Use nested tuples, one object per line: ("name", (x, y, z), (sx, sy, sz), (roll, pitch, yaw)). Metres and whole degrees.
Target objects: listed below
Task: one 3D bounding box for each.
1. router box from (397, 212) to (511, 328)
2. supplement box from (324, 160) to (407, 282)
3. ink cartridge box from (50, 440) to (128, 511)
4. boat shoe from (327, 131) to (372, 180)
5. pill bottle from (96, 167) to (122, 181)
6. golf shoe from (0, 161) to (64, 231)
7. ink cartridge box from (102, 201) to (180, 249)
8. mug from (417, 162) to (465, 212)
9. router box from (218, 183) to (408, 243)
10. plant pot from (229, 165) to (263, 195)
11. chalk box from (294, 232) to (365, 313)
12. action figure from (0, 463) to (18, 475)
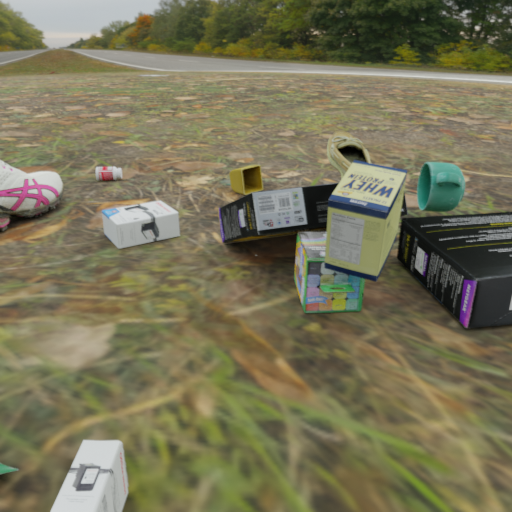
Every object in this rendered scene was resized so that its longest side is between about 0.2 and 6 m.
("router box", (4.755, 0.080, 9.830), (3.699, 0.945, 2.759), (-4, 24, -8))
("supplement box", (1.603, -0.532, 8.231), (0.824, 1.226, 1.227), (15, 41, 20))
("ink cartridge box", (-1.503, 2.267, 5.118), (0.397, 0.691, 0.952), (1, 23, 2))
("boat shoe", (1.695, -1.736, 9.878), (0.698, 0.602, 1.915), (3, 42, -4))
("pill bottle", (-4.259, -2.379, 16.219), (0.704, 0.395, 0.395), (-2, 23, -5))
("golf shoe", (-5.690, -1.582, 12.926), (1.244, 1.578, 3.428), (5, 22, 18))
("ink cartridge box", (-2.485, -0.700, 12.098), (1.388, 0.581, 1.007), (-14, 27, -29))
("mug", (4.203, -1.498, 12.565), (0.832, 1.106, 1.346), (4, 26, 0))
("router box", (1.014, -0.882, 11.142), (3.065, 0.800, 2.410), (-8, 1, -18))
("plant pot", (-0.331, -2.084, 15.234), (0.706, 0.701, 0.722), (-20, 21, -38))
("chalk box", (1.224, 0.329, 9.261), (0.986, 0.982, 1.586), (0, 24, -3))
("action figure", (-4.013, 2.309, 5.000), (1.784, 0.826, 3.020), (19, 33, 30))
